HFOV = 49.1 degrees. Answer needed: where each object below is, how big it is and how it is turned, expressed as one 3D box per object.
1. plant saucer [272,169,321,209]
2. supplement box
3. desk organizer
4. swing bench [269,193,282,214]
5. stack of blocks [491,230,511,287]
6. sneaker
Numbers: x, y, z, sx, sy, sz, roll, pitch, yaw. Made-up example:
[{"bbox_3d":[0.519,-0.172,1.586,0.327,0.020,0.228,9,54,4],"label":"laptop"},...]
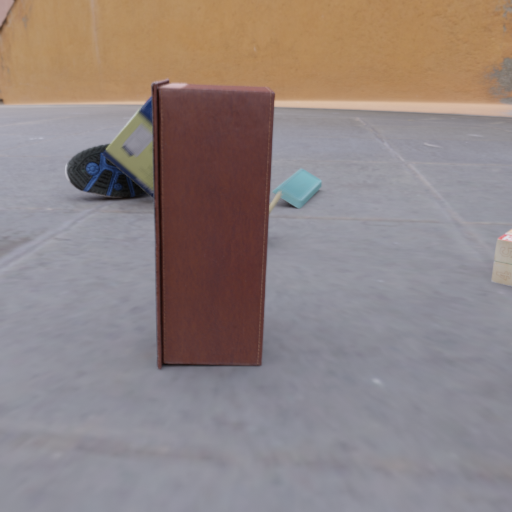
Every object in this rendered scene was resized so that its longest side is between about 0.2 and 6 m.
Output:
[{"bbox_3d":[0.947,-1.507,12.152,0.677,0.184,1.936,32,29,6],"label":"plant saucer"},{"bbox_3d":[-2.034,-2.234,11.418,1.440,1.442,0.968,-37,20,33],"label":"supplement box"},{"bbox_3d":[-0.410,-0.288,5.361,1.012,2.627,0.942,2,19,-2],"label":"desk organizer"},{"bbox_3d":[-0.373,-0.802,8.881,1.115,0.727,1.121,38,48,-11],"label":"swing bench"},{"bbox_3d":[4.343,0.128,7.170,2.151,0.630,1.239,15,24,38],"label":"stack of blocks"},{"bbox_3d":[-2.756,-1.936,12.842,3.273,1.239,1.261,-11,3,-35],"label":"sneaker"}]
